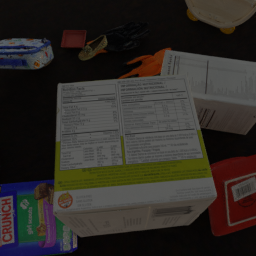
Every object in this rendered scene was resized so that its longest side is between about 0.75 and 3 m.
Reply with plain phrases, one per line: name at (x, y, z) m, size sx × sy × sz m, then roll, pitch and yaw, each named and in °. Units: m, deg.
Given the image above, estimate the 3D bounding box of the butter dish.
butter dish at (2.752, 1.537, 7.438) m, size 1.951 × 1.442 × 1.946 m, roll -13°, pitch 107°, yaw -10°

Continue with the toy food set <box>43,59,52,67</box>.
toy food set at (-3.265, -2.627, 10.283) m, size 1.000 × 0.246 × 1.011 m, roll -39°, pitch 68°, yaw -19°

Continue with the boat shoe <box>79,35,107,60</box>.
boat shoe at (-1.279, -2.903, 10.050) m, size 0.455 × 0.389 × 1.241 m, roll 41°, pitch 72°, yaw 17°

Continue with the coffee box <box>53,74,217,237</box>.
coffee box at (0.024, 0.791, 6.848) m, size 2.977 × 2.972 × 2.944 m, roll -5°, pitch 62°, yaw -3°

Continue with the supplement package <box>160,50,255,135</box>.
supplement package at (2.408, -1.077, 8.643) m, size 2.961 × 1.622 × 1.684 m, roll 10°, pitch 62°, yaw 5°

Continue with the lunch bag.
lunch bag at (-3.570, -2.433, 9.213) m, size 2.087 × 0.789 × 1.672 m, roll 1°, pitch 29°, yaw 9°

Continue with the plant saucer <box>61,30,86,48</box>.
plant saucer at (-2.065, -3.380, 10.744) m, size 0.884 × 0.162 × 0.885 m, roll 1°, pitch 62°, yaw 0°

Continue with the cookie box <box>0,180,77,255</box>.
cookie box at (-2.427, 2.298, 7.166) m, size 2.109 × 0.793 × 1.804 m, roll -5°, pitch 70°, yaw -1°

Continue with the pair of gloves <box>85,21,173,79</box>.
pair of gloves at (0.132, -2.719, 10.278) m, size 2.649 × 0.368 × 2.973 m, roll -29°, pitch 63°, yaw -12°

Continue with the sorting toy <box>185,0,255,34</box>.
sorting toy at (3.931, -5.287, 11.151) m, size 2.932 × 1.566 × 2.639 m, roll 30°, pitch 58°, yaw 16°
